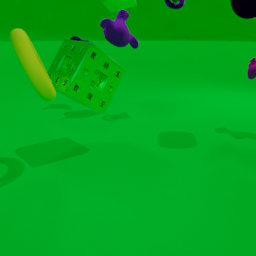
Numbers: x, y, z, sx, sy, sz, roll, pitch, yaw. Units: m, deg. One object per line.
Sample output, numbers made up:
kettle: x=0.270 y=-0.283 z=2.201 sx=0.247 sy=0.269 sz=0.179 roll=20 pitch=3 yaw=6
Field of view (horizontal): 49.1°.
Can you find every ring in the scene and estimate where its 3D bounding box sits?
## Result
ring: x=-1.934 y=-1.264 z=5.768 sx=0.314 sy=1.570 sz=1.570 roll=-26 pitch=24 yaw=-8

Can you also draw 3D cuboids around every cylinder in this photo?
cylinder: x=3.209 y=-3.514 z=7.408 sx=0.979 sy=0.979 sz=0.979 roll=4 pitch=37 yaw=12

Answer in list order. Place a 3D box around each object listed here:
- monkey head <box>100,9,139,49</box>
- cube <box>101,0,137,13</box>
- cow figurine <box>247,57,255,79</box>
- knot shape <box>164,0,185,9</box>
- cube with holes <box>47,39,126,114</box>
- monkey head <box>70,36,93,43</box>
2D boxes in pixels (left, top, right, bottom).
monkey head: x=-0.288 y=-3.530 z=9.912 sx=1.707 sy=1.228 sz=1.028 roll=23 pitch=20 yaw=-37
cube: x=-0.253 y=-3.305 z=6.619 sx=0.711 sy=0.711 sz=0.711 roll=-6 pitch=-11 yaw=21
cow figurine: x=4.117 y=-1.683 z=8.198 sx=1.124 sy=0.617 sz=1.106 roll=-18 pitch=49 yaw=10
knot shape: x=1.589 y=-4.509 z=9.444 sx=0.523 sy=1.060 sz=1.132 roll=1 pitch=-10 yaw=37
cube with holes: x=-1.087 y=-1.281 z=6.965 sx=1.238 sy=1.238 sz=1.238 roll=24 pitch=-4 yaw=45
monkey head: x=-1.852 y=-3.072 z=10.995 sx=1.386 sy=0.835 sz=0.997 roll=-3 pitch=-13 yaw=33
